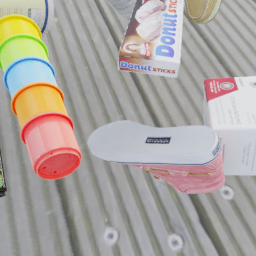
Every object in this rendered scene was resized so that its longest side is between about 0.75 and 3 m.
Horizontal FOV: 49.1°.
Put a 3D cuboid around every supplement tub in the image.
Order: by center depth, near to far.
[{"bbox_3d":[-2.967,-2.748,6.257,1.584,1.584,2.185,37,35,21],"label":"supplement tub"},{"bbox_3d":[-0.337,-4.144,7.496,1.420,2.153,1.420,-14,66,33],"label":"supplement tub"}]

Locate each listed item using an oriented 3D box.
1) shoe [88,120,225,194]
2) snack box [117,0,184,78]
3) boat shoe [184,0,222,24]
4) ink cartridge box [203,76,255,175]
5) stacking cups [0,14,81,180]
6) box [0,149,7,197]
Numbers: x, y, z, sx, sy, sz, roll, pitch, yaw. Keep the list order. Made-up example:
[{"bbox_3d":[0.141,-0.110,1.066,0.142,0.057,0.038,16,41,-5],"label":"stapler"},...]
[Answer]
[{"bbox_3d":[0.432,0.532,4.784,2.341,1.065,0.836,1,45,31],"label":"shoe"},{"bbox_3d":[0.524,-1.927,5.303,0.984,0.333,2.738,9,47,4],"label":"snack box"},{"bbox_3d":[1.491,-3.730,6.029,0.995,2.777,1.057,9,16,41],"label":"boat shoe"},{"bbox_3d":[2.787,-0.132,5.171,2.606,1.080,1.913,-2,36,11],"label":"ink cartridge box"},{"bbox_3d":[-1.328,-0.609,4.078,0.872,0.872,2.881,-23,53,-13],"label":"stacking cups"},{"bbox_3d":[-3.224,-0.126,4.755,0.639,2.596,2.688,-19,70,2],"label":"box"}]
